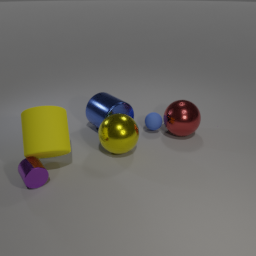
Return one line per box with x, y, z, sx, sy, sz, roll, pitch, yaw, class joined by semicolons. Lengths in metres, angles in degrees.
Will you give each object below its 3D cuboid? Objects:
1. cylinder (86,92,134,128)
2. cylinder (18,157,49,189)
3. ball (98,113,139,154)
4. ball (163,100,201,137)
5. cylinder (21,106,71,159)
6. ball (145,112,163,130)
-0.716;-0.542;10.931;1.400;1.400;1.400;-20;34;-33;cylinder
-2.789;1.302;8.229;0.700;0.700;0.700;-18;32;-30;cylinder
-0.316;0.193;9.580;1.400;1.400;1.400;0;28;0;ball
2.049;-0.375;10.641;1.400;1.400;1.400;0;28;0;ball
-2.575;0.162;8.806;1.400;1.400;1.400;-9;-11;-2;cylinder
1.000;-0.263;10.962;0.700;0.700;0.700;0;28;0;ball
